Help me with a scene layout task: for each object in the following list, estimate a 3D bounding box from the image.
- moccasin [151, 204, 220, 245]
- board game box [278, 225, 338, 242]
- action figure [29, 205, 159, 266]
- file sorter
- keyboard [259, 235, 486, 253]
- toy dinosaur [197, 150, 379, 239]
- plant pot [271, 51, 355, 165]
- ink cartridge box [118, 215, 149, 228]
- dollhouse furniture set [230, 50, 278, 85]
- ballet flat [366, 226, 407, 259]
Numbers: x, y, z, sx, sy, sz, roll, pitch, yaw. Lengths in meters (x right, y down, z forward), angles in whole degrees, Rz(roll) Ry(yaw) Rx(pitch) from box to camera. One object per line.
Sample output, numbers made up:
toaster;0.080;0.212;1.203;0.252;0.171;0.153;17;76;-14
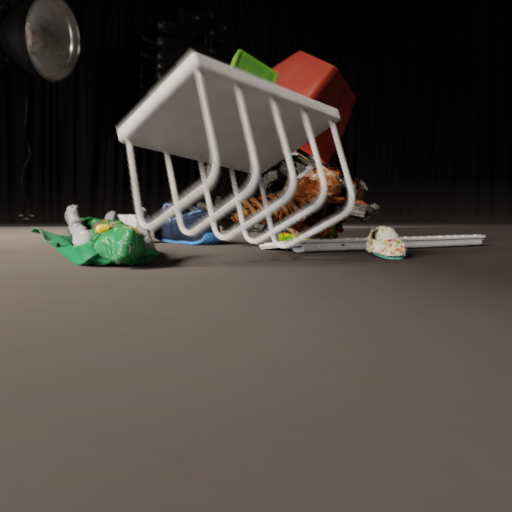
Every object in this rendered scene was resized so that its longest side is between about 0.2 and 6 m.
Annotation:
moccasin;-1.710;-0.832;14.342;1.195;1.013;2.971;-3;5;-38
board game box;1.374;-0.563;14.285;1.035;0.485;2.038;2;4;21
action figure;-2.295;-0.308;8.571;2.021;0.936;3.421;2;7;-25
file sorter;-0.204;-1.205;7.737;2.654;1.653;1.842;7;-26;-42
keyboard;2.678;-0.305;12.252;5.251;0.280;1.478;-2;5;-29
toy dinosaur;0.785;-1.405;11.781;3.393;2.554;4.999;19;-2;20
plant pot;1.069;-3.249;11.860;1.713;1.509;1.711;42;5;38
ink cartridge box;-3.230;-0.675;14.181;1.004;0.727;0.422;1;4;7
dollhouse furniture set;-0.398;-2.277;8.744;0.697;0.902;1.806;25;-32;-16
ballet flat;2.229;-0.255;9.834;0.624;0.527;1.649;-1;5;-2
